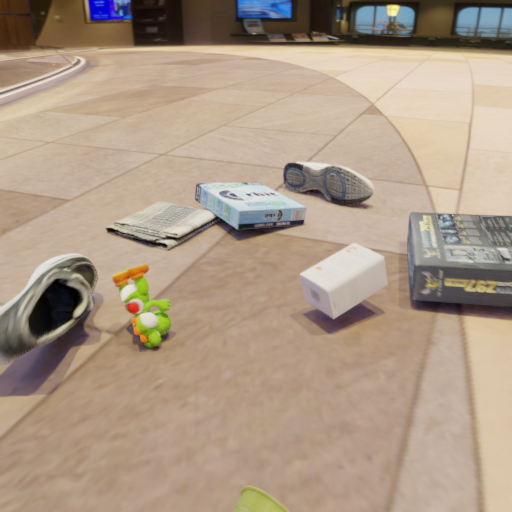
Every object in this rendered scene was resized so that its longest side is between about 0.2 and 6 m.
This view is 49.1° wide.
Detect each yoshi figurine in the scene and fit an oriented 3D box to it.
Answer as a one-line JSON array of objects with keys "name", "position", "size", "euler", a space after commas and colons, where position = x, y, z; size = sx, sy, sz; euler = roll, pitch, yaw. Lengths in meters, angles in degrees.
[{"name": "yoshi figurine", "position": [-1.615, 0.733, 8.235], "size": [0.666, 1.190, 0.669], "euler": [-20, 0, -19]}]

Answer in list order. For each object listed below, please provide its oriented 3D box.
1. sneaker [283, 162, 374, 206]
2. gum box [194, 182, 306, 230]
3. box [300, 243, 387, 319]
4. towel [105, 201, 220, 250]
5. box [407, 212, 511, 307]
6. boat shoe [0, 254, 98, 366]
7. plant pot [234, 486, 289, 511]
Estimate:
[{"name": "sneaker", "position": [1.866, -1.910, 13.779], "size": [2.521, 0.939, 1.098], "euler": [24, 30, 39]}, {"name": "gum box", "position": [-0.161, -1.161, 12.446], "size": [1.705, 0.447, 2.006], "euler": [-6, 25, -32]}, {"name": "box", "position": [1.358, 0.365, 8.656], "size": [1.129, 0.551, 0.702], "euler": [-28, 32, -21]}, {"name": "towel", "position": [-1.986, -0.742, 12.018], "size": [1.793, 0.322, 1.862], "euler": [15, 31, 28]}, {"name": "box", "position": [3.827, -0.022, 9.880], "size": [2.185, 0.707, 2.771], "euler": [4, 22, 11]}, {"name": "boat shoe", "position": [-2.816, 0.697, 8.046], "size": [0.975, 0.991, 2.749], "euler": [-14, 21, 15]}, {"name": "plant pot", "position": [-0.064, 2.605, 4.885], "size": [0.810, 0.810, 0.769], "euler": [21, 46, 36]}]
